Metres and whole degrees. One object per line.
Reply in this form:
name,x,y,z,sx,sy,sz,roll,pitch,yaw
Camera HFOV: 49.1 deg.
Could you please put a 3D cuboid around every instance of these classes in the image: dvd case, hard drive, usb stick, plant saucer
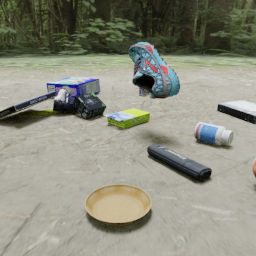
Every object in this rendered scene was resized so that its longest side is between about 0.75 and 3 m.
dvd case,-4.749,-0.997,12.698,1.951,0.321,2.595,-16,12,30
hard drive,5.628,-0.813,13.176,1.661,0.450,2.378,-8,21,-21
usb stick,1.415,0.945,8.103,0.616,0.362,2.221,-13,22,-33
plant saucer,-0.208,1.690,6.070,1.436,0.254,1.436,0,19,0

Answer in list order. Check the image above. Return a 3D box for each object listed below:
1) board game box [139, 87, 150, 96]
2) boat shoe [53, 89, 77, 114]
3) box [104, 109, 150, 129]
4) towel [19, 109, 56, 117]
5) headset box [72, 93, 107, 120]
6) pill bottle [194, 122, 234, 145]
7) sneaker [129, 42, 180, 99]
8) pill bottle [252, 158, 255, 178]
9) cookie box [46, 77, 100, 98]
board game box,1.148,-2.692,17.761,0.348,1.044,1.553,8,21,23
boat shoe,-2.998,-1.282,14.130,1.151,0.927,2.482,11,21,-7
box,-0.033,-0.421,12.024,1.782,0.425,1.086,-17,25,-41
towel,-4.351,-0.736,13.401,1.654,0.149,0.712,-7,21,-21
headset box,-1.750,-1.041,12.989,1.209,0.561,1.053,-19,57,-46
pill bottle,2.986,0.225,9.749,1.204,0.676,0.676,16,24,38
sneaker,0.618,-2.043,9.790,1.281,1.064,2.682,-23,56,-21
pill bottle,3.546,1.233,6.200,1.039,1.039,1.839,2,19,5
cookie box,-3.281,-2.487,17.230,2.222,0.976,2.598,6,19,21
